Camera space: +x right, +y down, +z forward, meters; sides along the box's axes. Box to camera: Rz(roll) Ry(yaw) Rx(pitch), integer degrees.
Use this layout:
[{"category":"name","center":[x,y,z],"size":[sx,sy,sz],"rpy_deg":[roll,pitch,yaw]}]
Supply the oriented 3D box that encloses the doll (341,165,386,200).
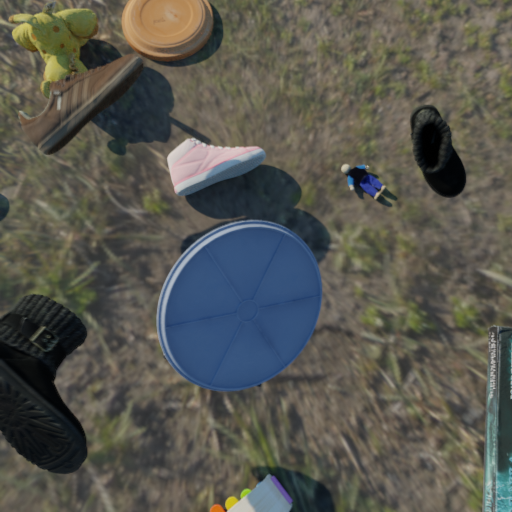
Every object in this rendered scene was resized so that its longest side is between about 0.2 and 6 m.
[{"category":"doll","center":[2.096,-1.515,11.179],"size":[0.937,0.227,0.639],"rpy_deg":[39,76,11]}]

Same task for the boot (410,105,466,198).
[{"category":"boot","center":[2.908,-1.522,8.914],"size":[0.653,1.298,1.735],"rpy_deg":[-25,109,19]}]

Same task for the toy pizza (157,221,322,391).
[{"category":"toy pizza","center":[-0.173,0.615,6.830],"size":[2.185,0.346,2.185],"rpy_deg":[-8,109,-25]}]

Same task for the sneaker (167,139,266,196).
[{"category":"sneaker","center":[-0.844,-1.983,11.056],"size":[1.928,0.726,1.008],"rpy_deg":[-22,79,-3]}]

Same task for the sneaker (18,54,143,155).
[{"category":"sneaker","center":[-3.005,-2.779,9.514],"size":[2.347,0.827,0.887],"rpy_deg":[-42,98,-1]}]

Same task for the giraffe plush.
[{"category":"giraffe plush","center":[-3.913,-4.013,11.395],"size":[1.756,2.035,1.650],"rpy_deg":[-16,102,-9]}]

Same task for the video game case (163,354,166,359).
[{"category":"video game case","center":[-0.757,1.357,10.277],"size":[1.580,0.201,1.428],"rpy_deg":[13,73,3]}]

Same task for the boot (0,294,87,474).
[{"category":"boot","center":[-2.736,1.594,7.442],"size":[0.827,1.642,2.197],"rpy_deg":[-38,96,25]}]

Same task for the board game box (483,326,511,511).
[{"category":"board game box","center":[5.204,3.189,9.519],"size":[2.523,0.525,3.730],"rpy_deg":[9,73,3]}]

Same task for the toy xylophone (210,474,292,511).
[{"category":"toy xylophone","center":[-0.139,4.519,9.133],"size":[1.775,0.446,1.299],"rpy_deg":[-29,75,-9]}]

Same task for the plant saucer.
[{"category":"plant saucer","center":[-1.956,-5.211,12.315],"size":[2.006,0.324,2.006],"rpy_deg":[0,72,1]}]
